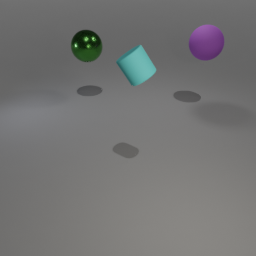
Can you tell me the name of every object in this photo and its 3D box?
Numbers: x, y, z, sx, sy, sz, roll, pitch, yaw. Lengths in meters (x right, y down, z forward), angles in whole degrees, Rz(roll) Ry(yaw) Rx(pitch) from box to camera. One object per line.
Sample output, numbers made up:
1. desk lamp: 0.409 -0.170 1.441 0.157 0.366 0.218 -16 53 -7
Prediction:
1. cylinder: 0.194 -1.463 6.586 0.700 0.700 0.700 -31 19 12
2. ball: 3.198 -3.474 11.437 1.400 1.400 1.400 0 29 0
3. ball: -1.832 -3.633 12.447 1.400 1.400 1.400 0 29 0
